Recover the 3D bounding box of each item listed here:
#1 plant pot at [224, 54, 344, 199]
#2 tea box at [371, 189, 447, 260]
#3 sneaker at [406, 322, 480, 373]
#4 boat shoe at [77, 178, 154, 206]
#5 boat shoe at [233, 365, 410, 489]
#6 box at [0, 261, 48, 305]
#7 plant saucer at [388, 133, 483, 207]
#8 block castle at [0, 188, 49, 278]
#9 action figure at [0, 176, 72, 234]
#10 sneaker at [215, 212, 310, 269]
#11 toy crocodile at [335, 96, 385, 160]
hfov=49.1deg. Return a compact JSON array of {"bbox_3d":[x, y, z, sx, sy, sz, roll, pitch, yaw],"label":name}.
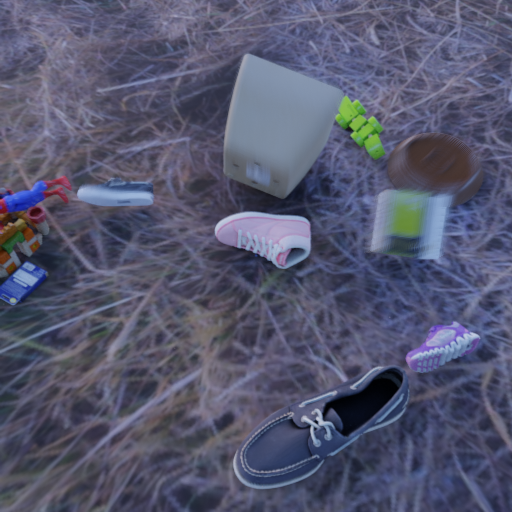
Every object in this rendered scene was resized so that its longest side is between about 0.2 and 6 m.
[{"bbox_3d":[0.338,-2.547,11.984,2.182,2.180,1.932,23,73,4],"label":"plant pot"},{"bbox_3d":[2.977,-0.601,11.012,1.200,0.815,1.220,9,91,2],"label":"tea box"},{"bbox_3d":[3.216,1.573,9.955,1.427,0.574,0.631,-17,48,-18],"label":"sneaker"},{"bbox_3d":[-2.999,-1.411,12.018,1.579,0.566,0.535,0,73,-6],"label":"boat shoe"},{"bbox_3d":[1.066,2.579,8.873,3.150,0.988,1.144,-22,56,-15],"label":"boat shoe"},{"bbox_3d":[-4.583,0.553,10.928,0.552,0.148,0.911,25,56,18],"label":"box"},{"bbox_3d":[4.070,-2.049,12.635,2.122,0.365,2.122,-1,59,2],"label":"plant saucer"},{"bbox_3d":[-5.215,-0.425,11.206,1.256,0.882,1.880,27,57,18],"label":"block castle"},{"bbox_3d":[-4.795,-0.840,11.351,2.294,0.748,1.135,-20,70,-35],"label":"action figure"},{"bbox_3d":[0.167,-0.281,11.178,1.953,0.735,1.021,0,48,-5],"label":"sneaker"},{"bbox_3d":[2.492,-3.122,13.422,0.693,0.634,2.052,-40,50,15],"label":"toy crocodile"}]
